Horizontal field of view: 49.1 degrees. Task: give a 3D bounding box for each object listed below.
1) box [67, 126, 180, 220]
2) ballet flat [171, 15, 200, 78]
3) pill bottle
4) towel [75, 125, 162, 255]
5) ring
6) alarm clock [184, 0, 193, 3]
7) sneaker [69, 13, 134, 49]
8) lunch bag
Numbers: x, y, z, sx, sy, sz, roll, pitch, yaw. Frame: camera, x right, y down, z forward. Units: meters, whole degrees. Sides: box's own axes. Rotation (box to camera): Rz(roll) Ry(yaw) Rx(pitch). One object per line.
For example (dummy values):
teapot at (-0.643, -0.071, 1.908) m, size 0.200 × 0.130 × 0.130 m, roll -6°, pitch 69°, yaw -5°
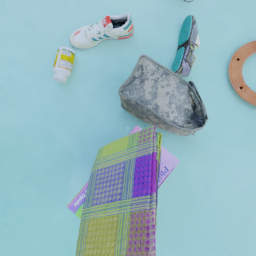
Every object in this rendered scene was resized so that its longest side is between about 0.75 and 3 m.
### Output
box at (-0.075, 1.452, 7.347) m, size 1.308 × 2.707 × 2.381 m, roll 40°, pitch 83°, yaw 7°
ballet flat at (1.976, -2.618, 9.207) m, size 0.771 × 0.771 × 2.143 m, roll 15°, pitch 80°, yaw 3°
pill bottle at (-2.097, -2.024, 9.070) m, size 0.595 × 0.595 × 1.054 m, roll 10°, pitch 79°, yaw 2°
towel at (-0.159, 1.276, 4.949) m, size 1.793 × 0.284 × 2.497 m, roll -24°, pitch 47°, yaw 37°
ring at (4.504, -1.753, 9.122) m, size 2.450 × 0.235 × 2.450 m, roll -1°, pitch 74°, yaw 3°
alarm clock at (1.734, -5.101, 9.615) m, size 1.308 × 0.645 × 1.938 m, roll -23°, pitch 78°, yaw -5°
sneaker at (-0.877, -3.248, 9.069) m, size 2.207 × 1.032 × 0.777 m, roll -13°, pitch 80°, yaw -3°
lunch bag at (1.089, -0.693, 8.072) m, size 2.490 × 2.042 × 1.464 m, roll 33°, pitch 85°, yaw 5°
